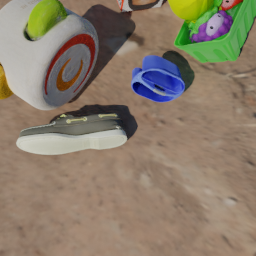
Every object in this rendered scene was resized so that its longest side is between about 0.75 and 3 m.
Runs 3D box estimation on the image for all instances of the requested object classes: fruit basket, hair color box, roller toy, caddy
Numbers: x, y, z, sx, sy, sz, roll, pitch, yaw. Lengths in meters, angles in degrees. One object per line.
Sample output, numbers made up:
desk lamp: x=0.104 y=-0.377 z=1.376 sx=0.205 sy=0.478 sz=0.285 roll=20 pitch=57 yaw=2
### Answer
fruit basket: x=2.253 y=-3.477 z=7.875 sx=2.031 sy=2.816 sz=2.816 roll=11 pitch=64 yaw=48
hair color box: x=0.563 y=-4.932 z=8.234 sx=1.502 sy=2.960 sz=0.906 roll=-14 pitch=70 yaw=-15
roller toy: x=-2.275 y=-1.961 z=7.456 sx=1.998 sy=2.608 sz=2.859 roll=33 pitch=107 yaw=13
caddy: x=0.819 y=-1.264 z=7.717 sx=1.564 sy=1.106 sz=0.821 roll=17 pitch=52 yaw=-29

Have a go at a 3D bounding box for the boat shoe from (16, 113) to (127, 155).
boat shoe: x=-1.472 y=0.108 z=7.511 sx=2.831 sy=1.012 sz=0.846 roll=-4 pitch=61 yaw=-13
